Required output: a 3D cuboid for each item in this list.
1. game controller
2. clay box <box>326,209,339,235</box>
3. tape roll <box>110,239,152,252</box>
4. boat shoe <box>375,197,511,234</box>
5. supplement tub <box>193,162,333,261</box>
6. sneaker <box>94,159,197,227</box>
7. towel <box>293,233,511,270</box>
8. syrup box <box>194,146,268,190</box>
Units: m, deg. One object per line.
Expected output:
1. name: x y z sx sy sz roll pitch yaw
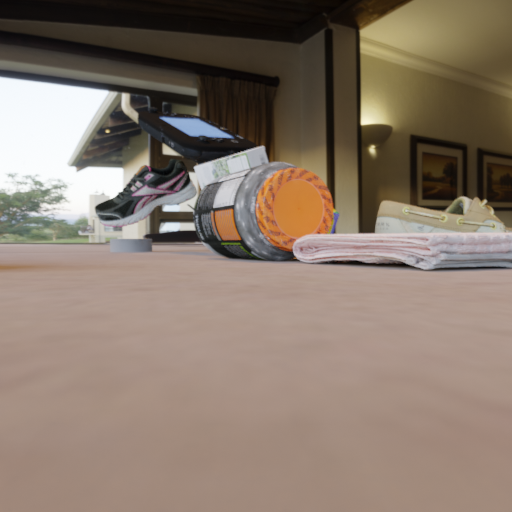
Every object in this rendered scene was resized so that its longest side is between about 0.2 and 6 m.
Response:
1. game controller: -1.126 -2.243 10.266 1.436 0.579 2.752 -14 31 -27
2. clay box: 1.061 -0.695 12.219 1.384 0.795 0.329 5 24 -25
3. tape roll: -2.801 -0.236 12.565 0.927 0.306 0.927 1 2 0
4. boat shoe: 2.921 -0.397 7.870 2.611 0.867 0.966 0 2 -15
5. supplement tub: 0.053 -0.530 7.044 1.181 1.181 1.928 -1 2 -27
6. sneaker: -2.357 -1.402 11.583 2.176 0.940 0.874 -27 39 -22
7. towel: 1.795 -0.068 5.679 2.161 0.348 2.064 -1 2 -27
8. syrup box: -0.369 -1.297 8.545 1.136 0.447 0.463 -7 14 42
